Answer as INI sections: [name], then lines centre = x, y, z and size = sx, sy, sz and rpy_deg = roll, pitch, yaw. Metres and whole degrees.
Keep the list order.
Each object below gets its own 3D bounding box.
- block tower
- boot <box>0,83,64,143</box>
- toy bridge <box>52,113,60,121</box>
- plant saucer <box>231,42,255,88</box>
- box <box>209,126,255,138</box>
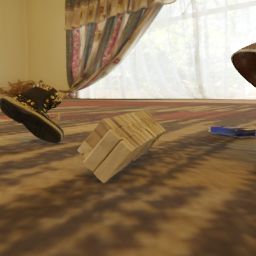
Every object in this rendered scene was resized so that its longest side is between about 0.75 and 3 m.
[block tower]
centre = 0.023, 0.126, 3.467
size = 0.456, 0.488, 1.688
rpy_deg = 44, 17, 9
[boot]
centre = -1.490, -0.318, 4.995
size = 1.244, 0.455, 0.937
rpy_deg = 28, 37, 8
[toy bridge]
centre = -2.117, -0.241, 6.727
size = 0.936, 0.315, 0.127
rpy_deg = 3, 27, 0
[plant saucer]
centre = 2.512, -0.395, 3.419
size = 2.594, 0.416, 2.594
rpy_deg = 32, 10, -6
[box]
centre = 2.161, 0.066, 5.694
size = 0.550, 0.147, 0.907
rpy_deg = -2, 8, -26
